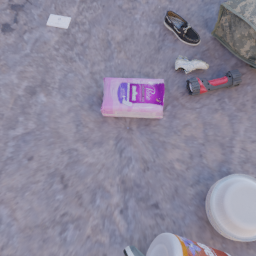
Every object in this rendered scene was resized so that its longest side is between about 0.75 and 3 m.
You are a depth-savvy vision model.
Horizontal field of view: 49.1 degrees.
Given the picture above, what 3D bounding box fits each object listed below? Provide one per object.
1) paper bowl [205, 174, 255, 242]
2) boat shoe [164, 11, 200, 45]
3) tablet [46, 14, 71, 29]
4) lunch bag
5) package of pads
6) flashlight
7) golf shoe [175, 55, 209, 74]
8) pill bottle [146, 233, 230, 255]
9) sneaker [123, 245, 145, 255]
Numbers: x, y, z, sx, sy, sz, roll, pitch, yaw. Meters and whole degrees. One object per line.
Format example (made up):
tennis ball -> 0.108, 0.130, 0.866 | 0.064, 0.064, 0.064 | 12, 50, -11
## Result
paper bowl -> 2.851, 1.973, 7.028 | 1.640, 0.853, 1.640 | 0, 69, -1
boat shoe -> 1.816, -3.343, 9.313 | 0.555, 0.453, 1.502 | -39, 73, -14
tablet -> -2.385, -3.685, 9.667 | 0.760, 0.052, 0.495 | 12, 69, 4
lunch bag -> 4.420, -3.005, 8.573 | 2.246, 1.610, 2.738 | -35, 68, -13
package of pads -> 0.147, -0.871, 8.217 | 1.843, 0.697, 1.111 | 3, 71, 1
flashlight -> 2.616, -1.417, 8.517 | 1.629, 0.552, 0.554 | -16, 70, -5
golf shoe -> 1.998, -1.921, 8.857 | 1.059, 0.415, 0.515 | 14, 86, 11
pill bottle -> 1.289, 2.597, 4.889 | 1.856, 1.041, 1.041 | 25, 69, -18
sneaker -> 1.032, 3.243, 6.470 | 2.164, 0.905, 1.307 | 44, 80, 7
